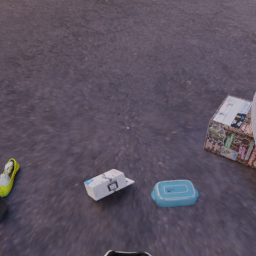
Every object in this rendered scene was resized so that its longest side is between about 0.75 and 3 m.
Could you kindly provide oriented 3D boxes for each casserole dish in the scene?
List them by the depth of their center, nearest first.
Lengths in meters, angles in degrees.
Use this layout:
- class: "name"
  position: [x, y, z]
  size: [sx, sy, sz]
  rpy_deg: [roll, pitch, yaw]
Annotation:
- class: "casserole dish"
  position: [1.124, 1.515, 6.644]
  size: [1.134, 0.220, 0.687]
  rpy_deg: [-4, 38, -3]

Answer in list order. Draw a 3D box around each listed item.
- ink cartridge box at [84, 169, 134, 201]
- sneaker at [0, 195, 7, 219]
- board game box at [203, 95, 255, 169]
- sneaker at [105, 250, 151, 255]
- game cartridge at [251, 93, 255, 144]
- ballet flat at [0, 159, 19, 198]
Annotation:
- class: "ink cartridge box"
  position: [-0.435, 1.263, 6.541]
  size: [1.016, 0.339, 0.588]
  rpy_deg: [-21, 11, -25]
- class: "sneaker"
  position: [-4.046, 1.159, 6.288]
  size: [2.957, 1.211, 1.083]
  rpy_deg: [13, 41, 17]
- class: "board game box"
  position: [3.423, 0.138, 7.738]
  size: [2.076, 1.005, 1.655]
  rpy_deg: [22, 43, 26]
- class: "sneaker"
  position: [0.446, 2.586, 4.767]
  size: [1.964, 0.861, 0.743]
  rpy_deg: [6, 37, 4]
- class: "game cartridge"
  position: [3.946, -0.139, 6.665]
  size: [1.931, 0.602, 2.900]
  rpy_deg: [19, 50, 5]
- class: "ballet flat"
  position: [-3.000, 1.190, 6.933]
  size: [0.361, 0.362, 1.080]
  rpy_deg: [1, 38, 1]
